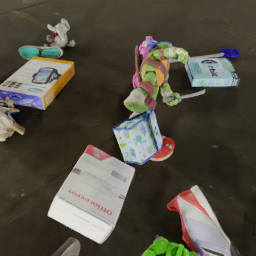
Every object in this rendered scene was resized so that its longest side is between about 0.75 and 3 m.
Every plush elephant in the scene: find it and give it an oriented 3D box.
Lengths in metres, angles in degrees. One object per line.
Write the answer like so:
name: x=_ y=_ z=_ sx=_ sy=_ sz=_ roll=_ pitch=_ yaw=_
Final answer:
plush elephant: x=-3.128 y=-4.220 z=12.576 sx=1.447 sy=1.120 sz=1.191 roll=1 pitch=43 yaw=2

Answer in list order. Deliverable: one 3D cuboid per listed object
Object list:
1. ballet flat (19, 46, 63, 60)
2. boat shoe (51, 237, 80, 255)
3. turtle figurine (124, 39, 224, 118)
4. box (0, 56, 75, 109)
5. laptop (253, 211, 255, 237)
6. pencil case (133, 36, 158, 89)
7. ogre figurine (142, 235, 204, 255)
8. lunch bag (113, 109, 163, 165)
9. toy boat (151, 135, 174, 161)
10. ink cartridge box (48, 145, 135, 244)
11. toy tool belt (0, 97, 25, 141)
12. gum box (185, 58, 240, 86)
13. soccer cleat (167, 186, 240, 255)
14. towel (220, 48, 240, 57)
ballet flat: x=-3.715 y=-3.206 z=12.034 sx=1.815 sy=0.612 sz=0.566 roll=1 pitch=15 yaw=-4
boat shoe: x=-1.730 y=2.843 z=5.389 sx=0.706 sy=0.717 sz=1.926 roll=26 pitch=48 yaw=25
turtle figurine: x=1.327 y=-1.315 z=8.653 sx=2.981 sy=2.145 sz=2.890 roll=36 pitch=70 yaw=-11
box: x=-3.306 y=-1.632 z=10.139 sx=1.738 sy=0.606 sz=2.920 roll=11 pitch=43 yaw=11
laptop: x=3.695 y=1.996 z=6.263 sx=1.427 sy=0.737 sz=1.265 roll=18 pitch=45 yaw=18
pencil case: x=0.754 y=-2.395 z=10.611 sx=1.135 sy=1.172 sz=2.502 roll=3 pitch=44 yaw=4
ogre figurine: x=0.898 y=2.703 z=5.463 sx=1.419 sy=0.696 sz=0.851 roll=15 pitch=69 yaw=29
lunch bag: x=0.366 y=0.196 z=6.898 sx=0.750 sy=1.000 sz=1.176 roll=1 pitch=25 yaw=46
toy boat: x=0.693 y=0.307 z=7.954 sx=1.323 sy=0.865 sz=0.863 roll=29 pitch=50 yaw=27
ink cartridge box: x=-0.750 y=1.422 z=6.345 sx=1.330 sy=0.774 sz=1.826 roll=29 pitch=33 yaw=-2
toy tool belt: x=-4.028 y=-0.429 z=8.726 sx=1.201 sy=1.220 sz=1.954 roll=2 pitch=36 yaw=-41
gum box: x=3.244 y=-2.197 z=10.966 sx=1.745 sy=0.389 sz=1.483 roll=-2 pitch=43 yaw=-2
soccer cleat: x=1.690 y=2.456 z=5.841 sx=0.940 sy=0.877 sz=2.570 roll=-27 pitch=49 yaw=5
towel: x=4.491 y=-3.310 z=12.291 sx=0.774 sy=0.192 sz=0.572 roll=1 pitch=42 yaw=1
